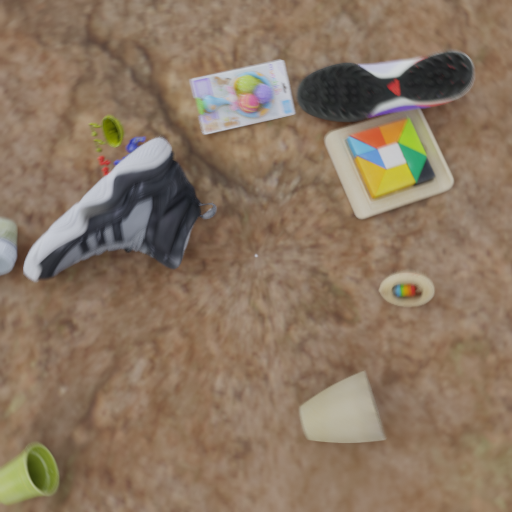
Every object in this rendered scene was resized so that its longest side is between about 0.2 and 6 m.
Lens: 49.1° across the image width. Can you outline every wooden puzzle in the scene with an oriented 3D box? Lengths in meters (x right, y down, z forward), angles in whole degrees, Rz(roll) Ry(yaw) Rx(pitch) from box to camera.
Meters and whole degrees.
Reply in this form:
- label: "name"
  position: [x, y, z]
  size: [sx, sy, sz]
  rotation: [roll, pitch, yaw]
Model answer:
- label: "wooden puzzle"
  position: [2.454, -1.771, 10.340]
  size: [1.916, 0.357, 1.773]
  rotation: [-20, 78, -4]

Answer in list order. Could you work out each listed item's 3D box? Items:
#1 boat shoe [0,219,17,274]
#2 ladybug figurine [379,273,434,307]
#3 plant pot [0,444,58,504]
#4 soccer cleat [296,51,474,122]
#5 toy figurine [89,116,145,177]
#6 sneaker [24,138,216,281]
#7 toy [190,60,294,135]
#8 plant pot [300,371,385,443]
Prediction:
- label: "boat shoe"
  position: [-5.537, -0.106, 9.779]
  size: [2.787, 1.003, 0.864]
  rotation: [-1, 51, -3]
- label: "ladybug figurine"
  position: [2.604, 0.553, 9.696]
  size: [0.943, 0.339, 0.640]
  rotation: [-1, 117, 25]
- label: "plant pot"
  position: [-3.737, 3.562, 8.971]
  size: [0.750, 0.816, 0.816]
  rotation: [-27, 78, 6]
- label: "soccer cleat"
  position: [2.343, -3.079, 10.412]
  size: [3.130, 1.146, 1.068]
  rotation: [-5, 96, 15]
- label: "toy figurine"
  position: [-2.255, -1.830, 10.170]
  size: [0.927, 0.817, 1.548]
  rotation: [-32, 115, -42]
- label: "sneaker"
  position: [-2.252, -0.277, 9.449]
  size: [3.329, 1.256, 1.894]
  rotation: [-40, 105, 11]
- label: "toy"
  position: [-0.219, -2.964, 10.381]
  size: [1.797, 0.424, 1.035]
  rotation: [-14, 99, -5]
- label: "plant pot"
  position: [1.346, 2.562, 9.069]
  size: [1.176, 1.102, 1.102]
  rotation: [-17, 77, 9]
